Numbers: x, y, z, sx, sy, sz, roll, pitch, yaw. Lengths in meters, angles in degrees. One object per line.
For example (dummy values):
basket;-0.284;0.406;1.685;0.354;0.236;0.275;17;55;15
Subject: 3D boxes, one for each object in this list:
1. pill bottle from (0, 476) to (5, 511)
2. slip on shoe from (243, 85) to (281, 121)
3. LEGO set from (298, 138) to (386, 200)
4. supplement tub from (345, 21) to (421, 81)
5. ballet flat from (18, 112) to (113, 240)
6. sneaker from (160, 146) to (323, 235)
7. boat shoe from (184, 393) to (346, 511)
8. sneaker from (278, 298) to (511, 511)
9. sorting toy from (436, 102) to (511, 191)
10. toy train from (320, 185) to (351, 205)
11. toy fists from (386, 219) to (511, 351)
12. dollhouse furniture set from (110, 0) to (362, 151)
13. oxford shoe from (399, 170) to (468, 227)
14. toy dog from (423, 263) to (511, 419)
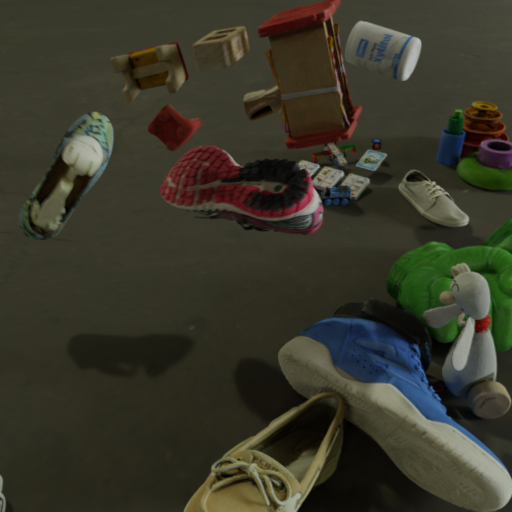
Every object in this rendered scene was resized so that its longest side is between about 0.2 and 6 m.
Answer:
pill bottle;-2.952;2.777;5.899;0.552;0.552;0.922;-8;34;-11
slip on shoe;0.483;-3.390;12.229;1.797;0.545;0.683;-4;-8;34
LEGO set;2.050;-2.130;13.284;1.768;0.581;2.366;20;50;26
supplement tub;2.433;-3.929;10.759;1.243;0.820;0.820;26;41;19
ballet flat;-2.746;-1.129;8.287;0.800;2.155;0.800;30;3;-2
sneaker;-0.275;-0.766;7.494;2.461;0.919;0.992;18;71;34
boat shoe;0.207;2.144;5.758;0.964;0.832;2.644;22;16;31
sneaker;1.962;1.576;7.039;1.769;1.221;3.180;-34;40;-28
sorting toy;5.379;-2.820;13.367;1.882;1.286;3.133;1;35;2
toy train;1.704;-1.303;11.966;0.670;0.383;0.290;-1;35;-2
toy fists;3.989;0.355;8.810;3.692;1.270;1.882;-14;38;-22
dollhouse furniture set;-0.188;-2.091;6.932;2.702;1.454;1.099;-5;30;19
oxford shoe;3.672;-1.218;11.701;0.734;0.564;1.953;-11;38;-20
toy dog;2.572;1.186;7.278;0.985;2.045;1.349;-16;9;5
